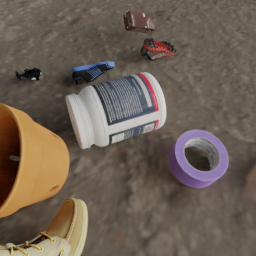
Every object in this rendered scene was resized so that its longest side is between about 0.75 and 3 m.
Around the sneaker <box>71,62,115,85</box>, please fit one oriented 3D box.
[{"bbox_3d":[-1.171,-1.916,9.758,1.527,0.535,0.595,-13,98,-8],"label":"sneaker"}]

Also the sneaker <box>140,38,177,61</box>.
[{"bbox_3d":[1.097,-2.837,10.353,1.550,0.757,0.548,-1,59,-34],"label":"sneaker"}]

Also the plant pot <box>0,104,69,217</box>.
[{"bbox_3d":[-2.574,0.827,6.561,2.454,1.718,2.454,-8,75,31],"label":"plant pot"}]

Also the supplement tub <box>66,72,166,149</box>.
[{"bbox_3d":[-0.341,-0.490,7.927,2.467,1.731,1.731,-17,54,-15],"label":"supplement tub"}]

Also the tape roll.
[{"bbox_3d":[1.860,0.818,7.475,1.453,0.617,1.453,4,60,-7],"label":"tape roll"}]

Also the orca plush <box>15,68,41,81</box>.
[{"bbox_3d":[-3.340,-1.945,9.595,0.605,0.409,1.151,46,28,17],"label":"orca plush"}]

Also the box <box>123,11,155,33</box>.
[{"bbox_3d":[0.437,-4.002,10.623,1.212,0.454,0.607,-9,90,-38],"label":"box"}]

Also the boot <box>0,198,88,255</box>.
[{"bbox_3d":[-2.038,2.321,5.373,0.976,2.084,2.681,-9,50,47],"label":"boot"}]
